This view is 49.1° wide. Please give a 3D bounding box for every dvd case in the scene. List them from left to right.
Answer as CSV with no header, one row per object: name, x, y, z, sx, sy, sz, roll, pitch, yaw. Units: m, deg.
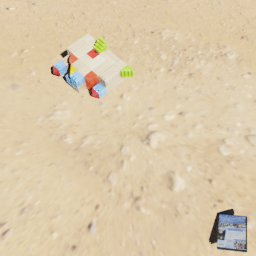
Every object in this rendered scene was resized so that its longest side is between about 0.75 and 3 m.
dvd case,2.277,2.272,6.104,0.601,0.074,0.842,-4,38,26

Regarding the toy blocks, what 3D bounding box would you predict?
toy blocks,-1.263,-1.880,8.980,2.470,1.234,1.689,42,70,18
